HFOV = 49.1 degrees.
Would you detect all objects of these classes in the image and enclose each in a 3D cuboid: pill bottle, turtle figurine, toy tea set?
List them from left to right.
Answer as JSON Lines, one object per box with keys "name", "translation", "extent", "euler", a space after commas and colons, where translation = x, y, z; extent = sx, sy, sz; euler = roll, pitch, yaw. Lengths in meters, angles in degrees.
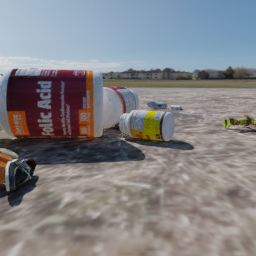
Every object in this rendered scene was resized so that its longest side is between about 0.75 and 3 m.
{"name": "toy tea set", "translation": [-2.052, 0.550, 4.039], "extent": [0.760, 0.473, 1.278], "euler": [28, -2, -18]}
{"name": "pill bottle", "translation": [-1.993, -0.565, 6.488], "extent": [2.793, 1.595, 1.595], "euler": [-1, 10, -7]}
{"name": "pill bottle", "translation": [-0.398, -0.703, 8.687], "extent": [1.163, 1.163, 2.123], "euler": [3, 10, 18]}
{"name": "pill bottle", "translation": [0.427, -0.071, 6.508], "extent": [1.206, 0.659, 0.659], "euler": [5, 11, 28]}
{"name": "turtle figurine", "translation": [3.238, -0.157, 7.720], "extent": [1.030, 0.411, 1.277], "euler": [0, 10, -1]}

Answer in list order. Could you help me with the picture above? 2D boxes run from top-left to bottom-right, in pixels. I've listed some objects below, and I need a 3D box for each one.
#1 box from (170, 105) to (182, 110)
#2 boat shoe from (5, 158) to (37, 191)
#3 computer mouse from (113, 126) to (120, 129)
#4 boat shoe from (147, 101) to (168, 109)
{"name": "box", "translation": [2.243, -0.961, 13.140], "extent": [0.470, 0.148, 0.854], "euler": [1, 10, 6]}
{"name": "boat shoe", "translation": [-1.418, 0.582, 3.706], "extent": [0.309, 0.328, 0.913], "euler": [-2, 7, -9]}
{"name": "computer mouse", "translation": [-0.099, -0.058, 7.939], "extent": [0.416, 0.166, 0.758], "euler": [1, 14, 32]}
{"name": "boat shoe", "translation": [1.391, -1.082, 13.439], "extent": [0.987, 0.363, 0.322], "euler": [10, 6, -2]}
